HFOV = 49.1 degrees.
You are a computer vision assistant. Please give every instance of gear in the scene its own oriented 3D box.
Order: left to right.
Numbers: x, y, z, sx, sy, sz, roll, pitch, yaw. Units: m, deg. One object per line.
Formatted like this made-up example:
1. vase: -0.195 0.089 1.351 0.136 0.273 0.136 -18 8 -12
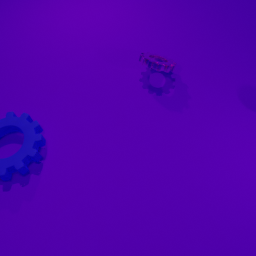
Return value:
1. gear: -3.308 0.455 7.758 1.946 0.360 1.946 -2 59 4
2. gear: 0.973 -2.180 9.235 1.222 0.226 1.222 12 30 -7
